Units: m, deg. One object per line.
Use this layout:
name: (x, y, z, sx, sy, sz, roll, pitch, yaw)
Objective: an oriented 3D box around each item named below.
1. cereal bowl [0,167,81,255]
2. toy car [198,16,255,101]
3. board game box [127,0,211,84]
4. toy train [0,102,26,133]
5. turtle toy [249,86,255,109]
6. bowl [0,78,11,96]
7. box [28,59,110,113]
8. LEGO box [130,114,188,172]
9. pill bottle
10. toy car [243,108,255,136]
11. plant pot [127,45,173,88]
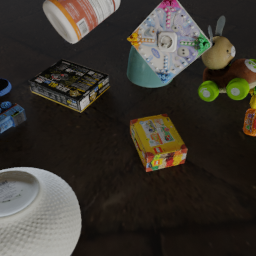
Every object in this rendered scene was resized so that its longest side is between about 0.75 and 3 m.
cereal bowl: (-2.519, 1.826, 6.009, 2.965, 1.235, 2.965, 2, 33, -1)
toy car: (3.413, -2.530, 9.811, 2.002, 2.538, 2.084, 1, 32, 41)
board game box: (1.161, -2.587, 8.435, 1.913, 1.914, 0.248, 51, 36, -2)
toy train: (-4.092, -0.286, 9.113, 0.840, 0.637, 1.471, 32, 52, 22)
turtle toy: (5.376, -1.618, 9.997, 1.884, 1.307, 2.585, 8, 44, 8)
bowl: (-5.039, -1.568, 10.760, 1.024, 0.201, 1.024, 0, 43, 0)
box: (-2.187, -1.686, 10.615, 2.400, 0.592, 1.916, 22, 49, 22)
LEGO box: (0.861, 0.385, 8.369, 1.210, 0.627, 1.625, -11, 44, -11)
pill bottle: (-1.310, -4.325, 9.489, 2.824, 1.584, 1.584, -43, 55, -10)
toy car: (2.742, -0.607, 5.058, 0.645, 1.938, 0.950, -1, 28, -43)
plant pot: (0.911, -2.787, 11.071, 1.936, 1.554, 1.936, 0, 43, 0)
